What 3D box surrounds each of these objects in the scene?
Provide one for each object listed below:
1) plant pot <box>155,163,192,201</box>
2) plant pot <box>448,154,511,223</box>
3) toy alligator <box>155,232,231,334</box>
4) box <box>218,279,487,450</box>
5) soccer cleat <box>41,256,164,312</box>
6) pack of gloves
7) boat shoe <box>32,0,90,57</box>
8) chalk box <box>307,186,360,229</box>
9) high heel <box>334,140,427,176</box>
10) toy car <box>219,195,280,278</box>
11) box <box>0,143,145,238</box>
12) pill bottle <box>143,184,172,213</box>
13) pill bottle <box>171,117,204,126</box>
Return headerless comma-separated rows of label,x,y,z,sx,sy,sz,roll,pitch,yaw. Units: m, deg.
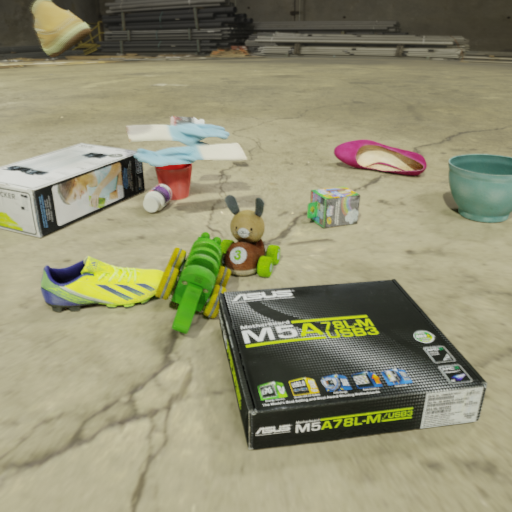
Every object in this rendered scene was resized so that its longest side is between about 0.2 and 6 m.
plant pot,-1.911,-1.755,13.087,0.877,0.776,0.877,1,25,0
plant pot,4.890,-1.391,11.841,1.716,1.149,1.716,-1,25,0
toy alligator,-0.821,0.055,8.660,0.941,0.861,3.172,23,24,-7
box,0.965,1.154,6.884,2.619,0.622,2.530,-4,27,-9
soccer cleat,-2.255,0.363,8.413,1.877,0.785,0.607,-6,25,-13
pack of gloves,-1.457,-2.148,11.355,2.151,0.424,1.807,-6,38,-16
boat shoe,-3.557,-4.028,9.768,0.819,0.871,2.287,-38,30,-14
chalk box,1.507,-0.999,11.567,1.062,0.661,0.657,-7,25,-19
high heel,3.276,-2.569,14.875,2.411,0.812,1.157,15,15,2
toy car,-0.180,-0.390,9.478,1.046,1.274,1.005,7,25,15
box,-4.275,-1.566,12.376,1.968,1.014,3.374,11,26,23
pill bottle,-2.195,-1.255,12.372,0.459,0.459,0.823,4,25,9
pill bottle,-1.554,-2.917,12.644,0.736,0.426,0.426,1,24,-7
